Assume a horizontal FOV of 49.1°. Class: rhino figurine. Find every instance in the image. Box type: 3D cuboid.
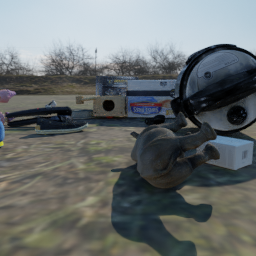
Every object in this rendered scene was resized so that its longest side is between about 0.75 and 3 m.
[{"bbox_3d":[0.531,0.265,4.440,1.057,0.722,2.416,-30,9,-1],"label":"rhino figurine"}]

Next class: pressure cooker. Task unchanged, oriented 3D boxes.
[{"bbox_3d":[2.699,-1.099,8.175,2.539,2.499,2.842,24,11,1],"label":"pressure cooker"}]

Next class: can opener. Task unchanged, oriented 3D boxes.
[{"bbox_3d":[-2.999,-0.409,9.558,2.218,0.703,0.872,-1,9,-11],"label":"can opener"}]

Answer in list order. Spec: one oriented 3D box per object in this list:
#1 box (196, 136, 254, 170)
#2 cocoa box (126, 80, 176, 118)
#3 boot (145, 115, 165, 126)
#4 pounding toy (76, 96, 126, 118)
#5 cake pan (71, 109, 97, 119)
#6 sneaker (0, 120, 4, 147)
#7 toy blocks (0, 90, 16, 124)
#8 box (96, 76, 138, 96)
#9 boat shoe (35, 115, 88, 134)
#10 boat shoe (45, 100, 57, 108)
[{"bbox_3d":[1.683,0.409,4.908,0.583,0.407,0.766,-8,12,-38],"label":"box"},{"bbox_3d":[1.231,-1.326,12.619,2.482,1.629,1.655,1,8,9],"label":"cocoa box"},{"bbox_3d":[1.067,-0.261,9.852,0.878,0.325,0.719,-11,9,-20],"label":"boot"},{"bbox_3d":[-1.189,-0.893,11.986,2.086,0.954,1.833,1,8,4],"label":"pounding toy"},{"bbox_3d":[-2.242,-0.643,12.556,1.668,0.306,1.668,0,8,0],"label":"cake pan"},{"bbox_3d":[-3.706,0.081,6.037,1.959,0.768,0.646,-3,11,-10],"label":"sneaker"},{"bbox_3d":[-4.926,-1.261,10.191,1.843,2.189,2.046,-16,17,-42],"label":"toy blocks"},{"bbox_3d":[-0.524,-1.725,14.497,2.392,1.895,0.578,-8,11,-39],"label":"box"},{"bbox_3d":[-1.935,-0.125,8.329,1.610,0.501,0.601,-3,7,-30],"label":"boat shoe"},{"bbox_3d":[-3.789,-0.985,13.206,0.868,0.285,0.312,-36,42,-12],"label":"boat shoe"}]
